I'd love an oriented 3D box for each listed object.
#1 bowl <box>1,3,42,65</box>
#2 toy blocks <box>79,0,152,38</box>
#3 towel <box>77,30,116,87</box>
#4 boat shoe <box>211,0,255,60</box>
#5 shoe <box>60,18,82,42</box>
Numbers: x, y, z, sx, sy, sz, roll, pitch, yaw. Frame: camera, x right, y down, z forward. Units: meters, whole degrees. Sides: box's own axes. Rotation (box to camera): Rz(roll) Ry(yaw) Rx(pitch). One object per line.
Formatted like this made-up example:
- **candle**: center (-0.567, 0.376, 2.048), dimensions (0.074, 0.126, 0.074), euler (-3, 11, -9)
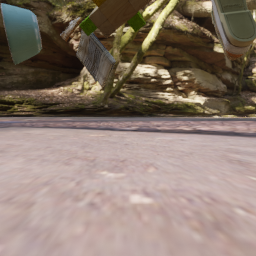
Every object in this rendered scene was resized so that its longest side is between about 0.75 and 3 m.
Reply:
- **bowl**: center (-2.599, -2.348, 6.976), dimensions (0.751, 1.436, 1.436), euler (-12, 6, -17)
- **toy blocks**: center (0.099, -3.295, 6.821), dimensions (2.535, 1.267, 1.733), euler (-31, 27, 26)
- **towel**: center (-1.512, -3.014, 12.177), dimensions (0.390, 2.173, 2.256), euler (-35, -7, -26)
- **boat shoe**: center (2.685, -3.181, 7.581), dimensions (1.066, 2.852, 0.976), euler (1, -22, 1)
- **shoe**: center (-2.150, -3.719, 10.480), dimensions (0.324, 0.424, 1.214), euler (38, -45, -19)
